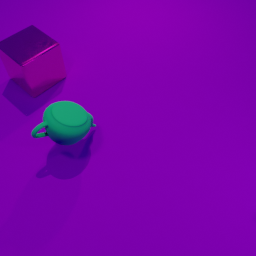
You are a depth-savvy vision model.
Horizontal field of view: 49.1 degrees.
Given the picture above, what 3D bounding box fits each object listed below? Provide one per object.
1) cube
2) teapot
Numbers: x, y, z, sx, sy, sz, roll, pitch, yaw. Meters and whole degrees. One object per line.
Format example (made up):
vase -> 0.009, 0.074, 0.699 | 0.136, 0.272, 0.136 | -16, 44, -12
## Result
cube -> -2.795, -1.963, 8.254 | 1.295, 1.295, 1.295 | 38, 62, 23
teapot -> -1.452, -0.072, 6.805 | 1.822, 0.892, 1.133 | -15, 55, -40
